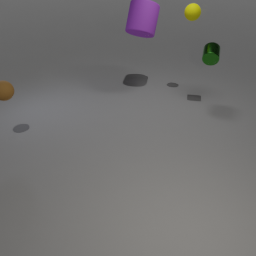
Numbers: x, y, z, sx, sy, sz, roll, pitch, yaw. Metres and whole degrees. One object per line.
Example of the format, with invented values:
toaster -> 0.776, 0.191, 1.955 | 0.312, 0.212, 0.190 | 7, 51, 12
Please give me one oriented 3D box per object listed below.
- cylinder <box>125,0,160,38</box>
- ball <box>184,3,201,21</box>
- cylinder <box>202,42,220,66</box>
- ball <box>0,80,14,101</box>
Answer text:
cylinder -> 0.679, -5.101, 13.114 | 1.400, 1.400, 1.400 | 11, 8, -1
ball -> 2.776, -4.969, 12.024 | 0.700, 0.700, 0.700 | 0, 30, 0
cylinder -> 3.532, -3.140, 11.875 | 0.700, 0.700, 0.700 | 8, 56, 14
ball -> -4.308, -1.289, 9.685 | 0.700, 0.700, 0.700 | 0, 30, 0
